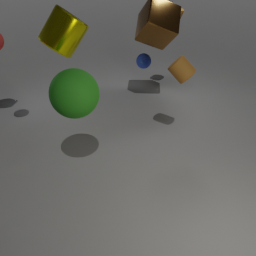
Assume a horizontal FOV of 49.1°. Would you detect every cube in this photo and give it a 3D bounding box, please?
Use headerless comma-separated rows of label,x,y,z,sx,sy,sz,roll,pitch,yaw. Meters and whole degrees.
cube,1.248,-4.402,11.803,1.400,1.400,1.400,14,-18,-18

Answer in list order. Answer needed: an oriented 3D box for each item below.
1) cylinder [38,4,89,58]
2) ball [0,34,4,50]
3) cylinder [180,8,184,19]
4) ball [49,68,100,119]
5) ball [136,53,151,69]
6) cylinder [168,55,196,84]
cylinder,-2.397,-3.581,10.450,1.400,1.400,1.400,33,14,-9
ball,-4.390,-2.821,9.064,0.700,0.700,0.700,0,31,0
cylinder,2.106,-5.187,12.823,0.700,0.700,0.700,17,36,-13
ball,-1.498,-0.961,7.842,1.400,1.400,1.400,0,31,0
ball,0.737,-3.139,13.128,0.700,0.700,0.700,0,31,0
cylinder,1.835,-1.993,9.550,0.700,0.700,0.700,46,35,-9
